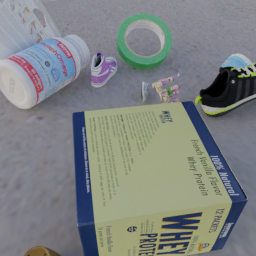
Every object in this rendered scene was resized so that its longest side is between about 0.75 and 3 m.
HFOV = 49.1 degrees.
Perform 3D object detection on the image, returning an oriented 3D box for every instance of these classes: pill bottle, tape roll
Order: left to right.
[{"bbox_3d":[-2.543,-1.917,8.880,1.551,1.551,2.852,23,46,24],"label":"pill bottle"},{"bbox_3d":[0.584,-3.182,10.293,2.015,0.484,2.015,1,79,-6],"label":"tape roll"}]

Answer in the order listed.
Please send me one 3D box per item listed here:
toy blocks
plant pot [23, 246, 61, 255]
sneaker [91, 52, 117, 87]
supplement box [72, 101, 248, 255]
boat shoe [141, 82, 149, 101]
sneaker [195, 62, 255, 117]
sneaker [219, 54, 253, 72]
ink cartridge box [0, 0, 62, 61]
[{"bbox_3d":[1.280,-1.074,8.154,0.796,0.884,0.946,-22,6,-4],"label":"toy blocks"},{"bbox_3d":[-1.429,2.382,4.658,0.892,0.957,0.892,0,41,0],"label":"plant pot"},{"bbox_3d":[-0.800,-2.267,9.726,0.630,0.992,1.739,8,42,12],"label":"sneaker"},{"bbox_3d":[0.338,1.006,5.541,2.609,1.753,2.611,-7,43,-8],"label":"supplement box"},{"bbox_3d":[0.548,-1.164,8.912,0.260,0.298,0.810,5,47,-2],"label":"boat shoe"},{"bbox_3d":[3.116,-1.272,7.795,2.625,1.087,0.941,-36,41,9],"label":"sneaker"},{"bbox_3d":[3.799,-1.437,8.744,1.001,0.872,2.226,-32,53,-22],"label":"sneaker"},{"bbox_3d":[-3.382,-2.961,8.812,0.569,2.546,2.243,24,74,21],"label":"ink cartridge box"}]
